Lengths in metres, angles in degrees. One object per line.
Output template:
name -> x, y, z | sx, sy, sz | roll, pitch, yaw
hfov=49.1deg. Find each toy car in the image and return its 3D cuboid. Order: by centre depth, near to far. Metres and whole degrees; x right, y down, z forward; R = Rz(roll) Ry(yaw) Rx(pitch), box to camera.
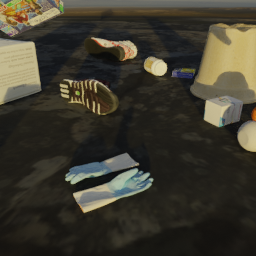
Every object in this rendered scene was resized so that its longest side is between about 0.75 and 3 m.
toy car -> 3.472, 0.001, 6.199 | 1.520, 1.302, 1.737 | -10, 28, -21

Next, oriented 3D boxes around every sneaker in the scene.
sneaker -> -0.915, -1.249, 9.158 | 2.644, 1.000, 1.527 | 22, 31, 39
sneaker -> -0.935, -4.426, 15.632 | 3.018, 1.008, 1.617 | 25, 34, 35

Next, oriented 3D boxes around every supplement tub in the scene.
supplement tub -> 1.230, -2.751, 12.507 | 0.700, 0.700, 0.968 | -12, 29, -23

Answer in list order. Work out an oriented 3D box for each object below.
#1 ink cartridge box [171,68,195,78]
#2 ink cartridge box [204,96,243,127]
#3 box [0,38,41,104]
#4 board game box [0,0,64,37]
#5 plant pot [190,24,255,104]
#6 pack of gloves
ink cartridge box -> 2.475, -2.464, 12.494 | 0.931, 0.221, 0.942 | 8, 25, 15
ink cartridge box -> 2.714, -0.492, 7.982 | 0.842, 0.618, 0.615 | -13, 29, -27
box -> -5.076, -2.021, 9.748 | 2.765, 1.817, 2.779 | 17, 31, 31
board game box -> -2.758, -3.051, 7.078 | 1.881, 0.324, 1.273 | -13, -20, 24
plant pot -> 3.590, -2.373, 9.873 | 2.559, 2.342, 2.559 | 0, 26, 0
pack of gloves -> -0.385, 0.891, 5.518 | 1.577, 0.311, 1.325 | -14, 30, -26
